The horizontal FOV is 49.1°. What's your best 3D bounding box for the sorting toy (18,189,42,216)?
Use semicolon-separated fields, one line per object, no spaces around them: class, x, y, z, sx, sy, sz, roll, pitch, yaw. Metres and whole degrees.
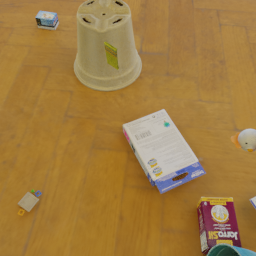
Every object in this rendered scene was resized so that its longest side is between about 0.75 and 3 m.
sorting toy;-3.159;2.361;8.910;0.523;0.126;0.928;25;59;21

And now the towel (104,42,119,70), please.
towel;-0.464;-2.076;8.103;0.442;1.027;0.093;38;76;13

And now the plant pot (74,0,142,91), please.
plant pot;-0.887;-3.505;11.260;2.986;2.733;2.986;0;56;0

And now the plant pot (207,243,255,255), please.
plant pot;3.021;3.837;7.039;1.537;1.636;1.636;14;53;-21

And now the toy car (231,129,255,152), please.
toy car;2.843;0.360;6.173;1.090;1.004;0.964;-1;51;22

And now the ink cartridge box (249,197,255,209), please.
ink cartridge box;5.131;2.351;8.682;2.662;0.522;1.324;-18;58;-14

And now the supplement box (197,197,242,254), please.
supplement box;2.618;2.842;8.198;0.964;0.760;1.472;1;56;0

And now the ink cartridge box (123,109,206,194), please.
ink cartridge box;1.166;0.783;9.684;1.730;0.609;2.900;-21;56;-13

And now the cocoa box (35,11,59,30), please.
cocoa box;-3.956;-5.277;13.735;0.907;0.595;0.605;11;57;7
